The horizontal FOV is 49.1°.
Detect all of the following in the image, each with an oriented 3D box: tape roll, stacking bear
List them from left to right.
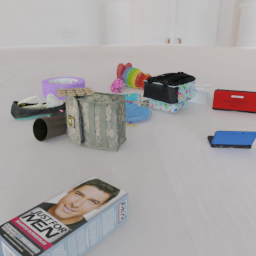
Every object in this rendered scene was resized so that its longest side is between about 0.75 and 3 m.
[{"bbox_3d":[-3.793,-2.405,16.609,2.521,0.827,2.521,-1,22,0],"label":"tape roll"},{"bbox_3d":[0.579,-3.212,18.029,2.398,1.363,1.456,27,28,30],"label":"stacking bear"}]

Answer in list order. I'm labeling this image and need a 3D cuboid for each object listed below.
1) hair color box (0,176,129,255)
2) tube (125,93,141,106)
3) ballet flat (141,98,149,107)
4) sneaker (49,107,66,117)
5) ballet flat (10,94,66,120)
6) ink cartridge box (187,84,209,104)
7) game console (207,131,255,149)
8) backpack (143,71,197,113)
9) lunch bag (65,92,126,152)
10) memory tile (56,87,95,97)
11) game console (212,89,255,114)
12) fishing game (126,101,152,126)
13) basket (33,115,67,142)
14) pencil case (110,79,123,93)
[{"bbox_3d":[-1.221,1.959,5.747,1.224,0.750,2.472,17,27,37],"label":"hair color box"},{"bbox_3d":[-0.729,-1.428,14.540,2.780,0.700,1.076,1,14,18],"label":"tube"},{"bbox_3d":[1.268,-1.530,14.777,1.620,0.583,0.583,-19,28,-38],"label":"ballet flat"},{"bbox_3d":[-2.605,-0.985,12.606,2.098,1.040,0.742,-15,19,-26],"label":"sneaker"},{"bbox_3d":[-3.859,-0.999,12.833,2.883,0.986,0.980,-9,28,-21],"label":"ballet flat"},{"bbox_3d":[3.904,-2.021,15.767,1.238,0.724,2.134,6,23,15],"label":"ink cartridge box"},{"bbox_3d":[3.644,0.260,9.906,1.415,0.837,1.207,2,23,4],"label":"game console"},{"bbox_3d":[2.181,-1.874,13.863,2.163,1.834,2.437,19,37,38],"label":"backpack"},{"bbox_3d":[-1.268,-0.313,9.966,2.237,1.835,1.315,7,23,17],"label":"lunch bag"},{"bbox_3d":[-1.834,-1.259,9.686,1.248,0.105,0.956,-6,21,-16],"label":"memory tile"},{"bbox_3d":[5.291,-1.452,13.760,2.102,1.811,1.247,6,49,16],"label":"game console"},{"bbox_3d":[0.233,-0.632,12.829,1.733,0.376,2.421,5,30,13],"label":"fishing game"},{"bbox_3d":[-2.790,-0.050,10.663,1.257,0.855,1.133,-15,-8,-45],"label":"basket"},{"bbox_3d":[-0.645,-2.664,17.483,0.706,0.684,1.508,-34,17,18],"label":"pencil case"}]
